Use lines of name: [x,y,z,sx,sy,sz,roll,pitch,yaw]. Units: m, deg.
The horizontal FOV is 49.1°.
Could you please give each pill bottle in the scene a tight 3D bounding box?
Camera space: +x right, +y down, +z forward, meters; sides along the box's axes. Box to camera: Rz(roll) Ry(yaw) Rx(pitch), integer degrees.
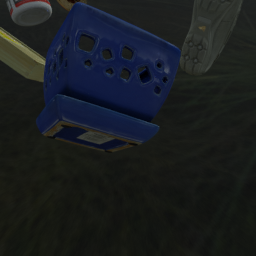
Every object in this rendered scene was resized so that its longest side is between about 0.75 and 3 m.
pill bottle: [-1.743,-2.346,4.602,0.660,0.660,1.140,-19,89,-19]

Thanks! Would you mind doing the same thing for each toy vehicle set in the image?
toy vehicle set: [-2.990,-2.038,6.292,2.979,0.395,1.851,35,6,1]

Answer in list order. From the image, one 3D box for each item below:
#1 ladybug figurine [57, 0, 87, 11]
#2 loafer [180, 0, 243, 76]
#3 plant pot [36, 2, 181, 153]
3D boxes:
ladybug figurine: [-1.463,-3.266,6.933,0.693,0.367,1.021,-40,95,-18]
loafer: [1.636,-2.095,5.231,0.805,2.301,0.803,37,38,24]
plant pot: [-0.328,-0.415,3.336,1.331,1.331,1.197,18,72,-24]
